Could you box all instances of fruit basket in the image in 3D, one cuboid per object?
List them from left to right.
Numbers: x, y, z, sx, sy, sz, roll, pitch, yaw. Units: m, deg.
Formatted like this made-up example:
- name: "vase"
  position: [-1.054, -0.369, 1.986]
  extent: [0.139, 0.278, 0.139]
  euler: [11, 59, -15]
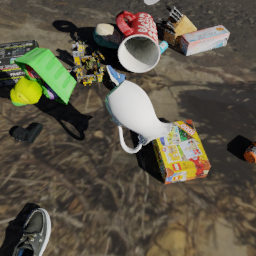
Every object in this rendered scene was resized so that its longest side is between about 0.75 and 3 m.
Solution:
- name: "fruit basket"
  position: [-2.798, -1.333, 8.642]
  extent: [1.921, 1.921, 1.385]
  euler: [-40, 39, -26]

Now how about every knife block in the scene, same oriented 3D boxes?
- name: "knife block"
  position: [2.677, -5.643, 14.693]
  extent: [2.608, 2.289, 0.834]
  euler: [-35, 62, -24]

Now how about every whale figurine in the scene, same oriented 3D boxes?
- name: "whale figurine"
  position: [-0.928, -4.631, 14.858]
  extent: [2.061, 1.069, 1.640]
  euler: [38, 33, 0]

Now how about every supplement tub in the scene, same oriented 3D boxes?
- name: "supplement tub"
  position: [5.003, 0.874, 10.808]
  extent: [1.032, 0.632, 0.632]
  euler: [-34, 60, -24]

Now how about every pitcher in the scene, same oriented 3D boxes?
- name: "pitcher"
  position: [0.076, -0.289, 8.618]
  extent: [1.721, 2.006, 1.216]
  euler: [-39, 13, 17]

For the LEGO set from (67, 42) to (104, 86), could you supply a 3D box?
- name: "LEGO set"
  position: [-1.960, -3.259, 13.531]
  extent: [1.677, 1.264, 2.182]
  euler: [0, 53, 0]

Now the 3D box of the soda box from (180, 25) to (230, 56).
- name: "soda box"
  position: [4.035, -4.645, 14.833]
  extent: [2.500, 0.855, 0.795]
  euler: [-17, 55, -13]

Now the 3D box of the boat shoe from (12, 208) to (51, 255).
- name: "boat shoe"
  position: [-3.046, 3.673, 8.620]
  extent: [0.896, 0.739, 2.612]
  euler: [4, 53, 3]

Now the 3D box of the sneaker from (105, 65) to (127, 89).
- name: "sneaker"
  position: [-0.520, -2.324, 13.287]
  extent: [0.778, 0.685, 1.745]
  euler: [-21, 64, -24]

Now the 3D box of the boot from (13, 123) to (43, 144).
- name: "boot"
  position: [-4.126, 0.129, 11.537]
  extent: [0.886, 0.400, 1.081]
  euler: [17, 58, 14]

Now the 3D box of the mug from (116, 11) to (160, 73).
- name: "mug"
  position: [0.582, -4.612, 13.714]
  extent: [1.955, 2.601, 2.931]
  euler: [-2, 44, 8]

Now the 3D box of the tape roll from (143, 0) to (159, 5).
- name: "tape roll"
  position: [0.961, -5.304, 10.780]
  extent: [1.049, 1.049, 0.346]
  euler: [-25, 70, -18]

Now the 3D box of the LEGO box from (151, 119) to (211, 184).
- name: "LEGO box"
  position: [1.919, 0.866, 10.671]
  extent: [1.635, 0.847, 2.196]
  euler: [-9, 53, -7]

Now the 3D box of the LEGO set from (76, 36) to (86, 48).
- name: "LEGO set"
  position: [-2.559, -4.594, 15.238]
  extent: [0.605, 0.264, 0.931]
  euler: [2, 66, 4]

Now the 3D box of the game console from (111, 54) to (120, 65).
- name: "game console"
  position: [-0.210, -3.417, 14.358]
  extent: [1.255, 0.151, 0.740]
  euler: [24, 57, 19]

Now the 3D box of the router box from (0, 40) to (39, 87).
- name: "router box"
  position: [-5.793, -3.102, 13.620]
  extent: [2.972, 0.923, 2.227]
  euler: [-9, 53, -6]

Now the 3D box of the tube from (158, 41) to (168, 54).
- name: "tube"
  position: [1.414, -3.894, 14.587]
  extent: [0.664, 0.432, 1.714]
  euler: [30, 64, 32]
